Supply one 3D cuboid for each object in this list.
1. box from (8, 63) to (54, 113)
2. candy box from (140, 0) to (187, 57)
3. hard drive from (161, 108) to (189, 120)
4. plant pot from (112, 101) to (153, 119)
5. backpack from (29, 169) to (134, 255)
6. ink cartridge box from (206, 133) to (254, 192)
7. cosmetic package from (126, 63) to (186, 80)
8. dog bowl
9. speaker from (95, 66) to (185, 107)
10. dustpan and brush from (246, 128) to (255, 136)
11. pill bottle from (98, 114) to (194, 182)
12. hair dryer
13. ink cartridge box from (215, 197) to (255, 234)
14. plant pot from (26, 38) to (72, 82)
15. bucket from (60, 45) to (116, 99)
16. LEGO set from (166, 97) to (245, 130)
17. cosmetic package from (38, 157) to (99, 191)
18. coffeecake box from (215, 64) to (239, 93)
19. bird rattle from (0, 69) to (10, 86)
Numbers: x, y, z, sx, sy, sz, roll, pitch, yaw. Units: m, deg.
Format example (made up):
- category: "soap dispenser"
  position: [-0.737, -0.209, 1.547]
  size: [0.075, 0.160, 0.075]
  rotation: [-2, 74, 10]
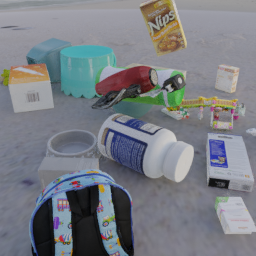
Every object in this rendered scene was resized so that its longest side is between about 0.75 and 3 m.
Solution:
- category: "box"
  position: [-4.105, -1.772, 11.881]
  size: [1.551, 1.216, 2.494]
  rotation: [-9, 30, -16]
- category: "candy box"
  position: [1.512, -4.279, 11.719]
  size: [1.313, 2.275, 0.629]
  rotation: [-12, 36, 22]
- category: "hard drive"
  position: [1.827, -0.597, 10.878]
  size: [0.610, 0.121, 0.925]
  rotation: [-18, 33, -29]
- category: "plant pot"
  position: [0.132, -1.148, 10.456]
  size: [2.067, 1.392, 2.067]
  rotation: [5, 34, -3]
- category: "backpack"
  position: [-0.830, 1.573, 4.929]
  size: [1.828, 2.002, 1.347]
  rotation: [-10, 30, -15]
- category: "ink cartridge box"
  position: [2.791, 0.861, 7.916]
  size: [1.079, 0.422, 2.278]
  rotation: [6, 31, 11]
- category: "cosmetic package"
  position: [1.118, -2.182, 12.877]
  size: [2.760, 1.009, 1.429]
  rotation: [13, 31, 24]
- category: "dog bowl"
  position: [-1.632, 0.588, 8.341]
  size: [1.651, 0.484, 1.651]
  rotation: [0, 28, 0]
- category: "speaker"
  position: [0.318, -1.210, 8.002]
  size: [2.449, 1.083, 1.083]
  rotation: [10, 30, 26]
- category: "dustpan and brush"
  position: [4.687, 0.200, 8.854]
  size: [2.297, 0.657, 1.603]
  rotation: [-8, 30, -14]
- category: "pill bottle"
  position: [0.462, 0.536, 7.535]
  size: [2.392, 1.327, 1.327]
  rotation: [21, 35, 33]
- category: "hair dryer"
  position: [-0.133, -0.943, 6.089]
  size: [1.867, 0.666, 2.452]
  rotation: [-15, 12, -20]
- category: "ink cartridge box"
  position: [2.289, 1.937, 6.008]
  size: [0.580, 0.333, 0.990]
  rotation: [0, 29, 0]
- category: "plant pot"
  position: [-3.983, -3.317, 14.205]
  size: [1.900, 1.865, 1.860]
  rotation: [-30, 40, -34]
- category: "bucket"
  position: [-1.826, -2.698, 12.987]
  size: [2.783, 1.811, 2.783]
  rotation: [1, 29, 0]
- category: "LEGO set"
  position: [2.757, -0.490, 10.079]
  size: [2.857, 1.063, 1.314]
  rotation: [2, -5, 8]
- category: "cosmetic package"
  position: [-1.436, 1.183, 6.966]
  size: [1.417, 0.757, 0.639]
  rotation: [-2, 28, 0]
- category: "coffeecake box"
  position: [4.565, -2.283, 12.931]
  size: [0.407, 1.113, 0.855]
  rotation: [-21, 35, -33]
- category: "bird rattle"
  position: [-5.923, -2.655, 14.094]
  size: [1.176, 0.813, 1.442]
  rotation: [-8, 22, 20]
